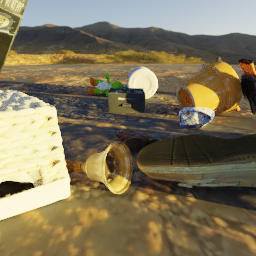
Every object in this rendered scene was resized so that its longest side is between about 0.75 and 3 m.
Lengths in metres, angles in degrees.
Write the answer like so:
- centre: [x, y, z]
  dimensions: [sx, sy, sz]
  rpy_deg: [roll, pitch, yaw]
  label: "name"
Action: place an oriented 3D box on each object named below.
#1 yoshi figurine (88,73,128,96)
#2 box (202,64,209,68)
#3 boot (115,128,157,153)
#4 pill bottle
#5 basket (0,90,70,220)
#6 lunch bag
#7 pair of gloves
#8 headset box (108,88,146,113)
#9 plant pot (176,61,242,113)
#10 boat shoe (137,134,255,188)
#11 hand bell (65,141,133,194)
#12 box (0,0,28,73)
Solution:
- centre: [-1.018, -2.098, 14.147]
  dimensions: [2.000, 1.124, 1.120]
  rpy_deg: [6, 32, 10]
  label: "yoshi figurine"
- centre: [4.230, -2.329, 13.786]
  dimensions: [1.032, 1.562, 0.896]
  rpy_deg: [15, 22, 43]
  label: "box"
- centre: [-0.020, 0.250, 6.823]
  dimensions: [1.067, 0.368, 1.145]
  rpy_deg: [3, 13, -42]
  label: "boot"
- centre: [0.666, -2.322, 14.064]
  dimensions: [1.430, 1.430, 2.551]
  rpy_deg: [0, 14, 0]
  label: "pill bottle"
- centre: [-2.212, 0.253, 4.720]
  dimensions: [1.658, 1.509, 2.446]
  rpy_deg: [-12, 20, -34]
  label: "basket"
- centre: [2.126, -0.342, 8.559]
  dimensions: [0.960, 0.595, 0.817]
  rpy_deg: [-2, 13, 23]
  label: "lunch bag"
- centre: [3.892, -1.426, 9.696]
  dimensions: [0.304, 2.192, 2.461]
  rpy_deg: [-30, 20, -6]
  label: "pair of gloves"
- centre: [-0.046, -1.109, 10.964]
  dimensions: [1.396, 0.744, 1.604]
  rpy_deg: [0, 16, -2]
  label: "headset box"
- centre: [2.719, -1.222, 9.927]
  dimensions: [1.674, 1.828, 1.828]
  rpy_deg: [-22, 22, -17]
  label: "plant pot"
- centre: [1.604, 0.675, 4.839]
  dimensions: [2.871, 0.903, 1.047]
  rpy_deg: [-6, 26, 4]
  label: "boat shoe"
- centre: [-0.826, 0.689, 4.997]
  dimensions: [1.640, 0.854, 0.854]
  rpy_deg: [-4, 11, 32]
  label: "hand bell"
- centre: [-3.560, -3.158, 7.816]
  dimensions: [1.070, 2.035, 2.485]
  rpy_deg: [20, 44, -27]
  label: "box"
